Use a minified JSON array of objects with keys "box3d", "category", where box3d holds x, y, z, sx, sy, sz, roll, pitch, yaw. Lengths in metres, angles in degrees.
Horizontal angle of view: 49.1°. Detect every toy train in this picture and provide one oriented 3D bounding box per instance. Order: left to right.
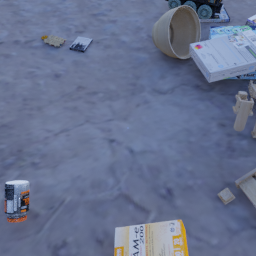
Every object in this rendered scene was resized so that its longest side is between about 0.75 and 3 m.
[{"box3d":[2.931,-5.874,12.284,2.751,1.568,1.172,24,53,19],"category":"toy train"}]

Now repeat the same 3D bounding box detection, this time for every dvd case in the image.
[{"box3d":[-1.902,-3.418,11.406,0.662,0.109,0.881,15,51,12],"category":"dvd case"},{"box3d":[3.544,-5.336,12.975,2.029,0.178,1.447,-1,49,-1],"category":"dvd case"}]

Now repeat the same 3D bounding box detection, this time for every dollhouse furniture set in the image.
[{"box3d":[4.151,-0.726,8.880,1.983,1.135,2.325,8,32,6],"category":"dollhouse furniture set"},{"box3d":[3.845,1.934,6.749,2.428,1.186,2.071,-33,53,4],"category":"dollhouse furniture set"}]

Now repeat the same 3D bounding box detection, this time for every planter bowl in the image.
[{"box3d":[1.703,-3.566,10.621,1.851,1.851,1.246,-38,32,-27],"category":"planter bowl"}]

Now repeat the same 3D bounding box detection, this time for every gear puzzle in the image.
[{"box3d":[-3.135,-3.590,11.546,1.170,0.153,0.606,23,56,22],"category":"gear puzzle"}]

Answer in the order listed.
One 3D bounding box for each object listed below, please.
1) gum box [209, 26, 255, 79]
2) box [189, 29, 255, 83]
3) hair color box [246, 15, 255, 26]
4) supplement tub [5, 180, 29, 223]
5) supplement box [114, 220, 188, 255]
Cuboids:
[{"box3d":[4.267,-2.892,10.501,2.291,0.601,2.697,2,50,11],"category":"gum box"},{"box3d":[3.514,-2.499,9.563,2.298,0.473,1.791,-14,48,-4],"category":"box"},{"box3d":[5.797,-4.717,12.345,1.095,0.355,0.598,-32,57,-22],"category":"hair color box"},{"box3d":[-2.555,1.677,6.454,0.537,0.537,0.876,0,89,0],"category":"supplement tub"},{"box3d":[0.473,2.491,5.741,1.456,0.535,0.917,-13,44,13],"category":"supplement box"}]
